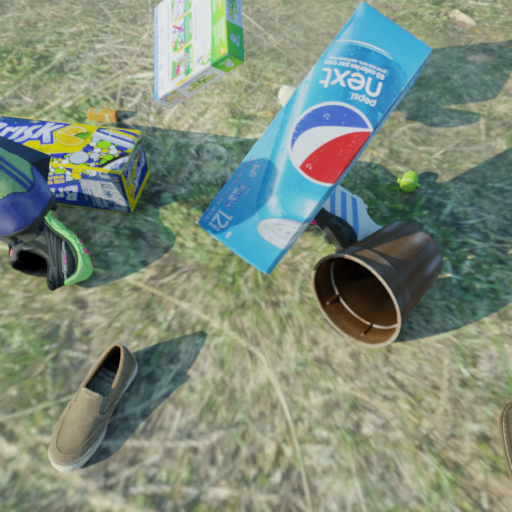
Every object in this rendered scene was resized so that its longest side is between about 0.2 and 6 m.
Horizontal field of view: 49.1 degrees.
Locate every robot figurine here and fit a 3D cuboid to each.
[{"bbox_3d":[3.280,-1.587,11.997,0.487,0.321,0.556,20,54,15],"label":"robot figurine"}]

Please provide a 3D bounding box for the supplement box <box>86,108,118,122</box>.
[{"bbox_3d":[-3.717,-3.406,13.536,0.703,0.242,0.234,2,49,5],"label":"supplement box"}]

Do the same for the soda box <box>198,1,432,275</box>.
[{"bbox_3d":[0.884,-1.682,8.721,1.310,1.385,4.082,36,90,5],"label":"soda box"}]

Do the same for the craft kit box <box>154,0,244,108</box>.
[{"bbox_3d":[-1.181,-4.360,10.954,0.545,2.217,2.245,10,71,-41],"label":"craft kit box"}]

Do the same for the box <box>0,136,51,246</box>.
[{"bbox_3d":[-4.193,-1.132,8.920,1.523,1.387,0.793,21,27,10],"label":"box"}]

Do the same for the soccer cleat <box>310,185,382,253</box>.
[{"bbox_3d":[1.507,-1.028,11.276,1.163,0.941,2.694,-16,55,-30],"label":"soccer cleat"}]

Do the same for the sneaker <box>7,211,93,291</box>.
[{"bbox_3d":[-4.267,-0.325,10.511,2.731,1.048,1.144,34,54,26],"label":"sneaker"}]

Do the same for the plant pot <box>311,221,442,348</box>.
[{"bbox_3d":[2.182,0.363,9.627,1.768,1.768,1.750,37,52,26],"label":"plant pot"}]

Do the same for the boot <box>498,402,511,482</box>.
[{"bbox_3d":[4.557,3.242,7.091,1.393,1.807,3.728,-13,52,-11],"label":"boot"}]

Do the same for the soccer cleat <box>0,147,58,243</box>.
[{"bbox_3d":[-3.936,-0.776,7.011,3.205,1.341,1.036,-3,49,27],"label":"soccer cleat"}]

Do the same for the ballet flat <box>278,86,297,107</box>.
[{"bbox_3d":[0.664,-3.172,11.183,0.470,0.509,1.509,33,18,5],"label":"ballet flat"}]

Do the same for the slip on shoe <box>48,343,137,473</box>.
[{"bbox_3d":[-2.521,2.275,8.650,0.777,0.619,2.043,21,54,16],"label":"slip on shoe"}]

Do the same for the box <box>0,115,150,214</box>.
[{"bbox_3d":[-4.317,-1.955,11.699,3.852,1.238,1.349,8,52,6],"label":"box"}]
